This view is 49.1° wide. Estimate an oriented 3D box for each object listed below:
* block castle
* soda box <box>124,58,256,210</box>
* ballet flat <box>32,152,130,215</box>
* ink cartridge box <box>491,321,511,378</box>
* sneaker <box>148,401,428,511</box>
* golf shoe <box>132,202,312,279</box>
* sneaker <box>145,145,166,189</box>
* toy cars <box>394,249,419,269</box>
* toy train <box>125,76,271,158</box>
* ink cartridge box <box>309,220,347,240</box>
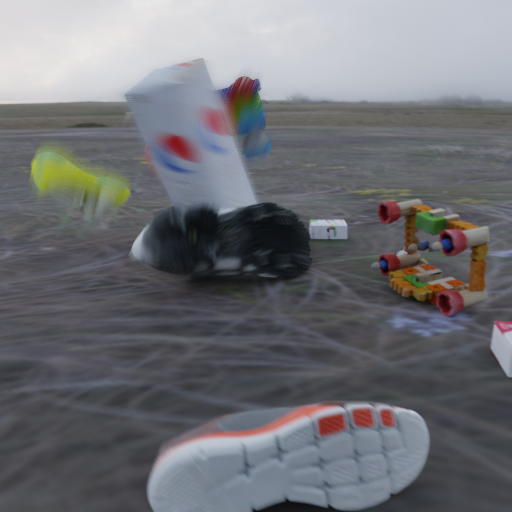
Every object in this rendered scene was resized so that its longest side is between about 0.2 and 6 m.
[{"bbox_3d":[2.400,-0.023,8.048,0.876,1.248,1.868,-12,23,-16],"label":"block castle"},{"bbox_3d":[-0.922,-1.506,9.292,1.004,3.153,1.074,-5,34,25],"label":"soda box"},{"bbox_3d":[-3.167,-1.170,10.298,0.745,0.747,2.229,-20,-21,23],"label":"ballet flat"},{"bbox_3d":[3.135,1.023,6.086,0.932,0.399,0.688,0,16,6],"label":"ink cartridge box"},{"bbox_3d":[0.237,1.387,4.242,2.101,0.809,0.860,-3,10,-12],"label":"sneaker"},{"bbox_3d":[-0.485,-0.208,8.845,3.054,1.187,1.443,7,-13,-37],"label":"golf shoe"},{"bbox_3d":[-1.852,-1.784,12.747,0.996,1.052,2.729,-17,55,-18],"label":"sneaker"},{"bbox_3d":[2.545,0.131,9.332,0.447,0.221,0.996,-4,22,-1],"label":"toy cars"},{"bbox_3d":[-1.006,-2.338,10.549,2.507,1.451,1.061,-19,12,-7],"label":"toy train"},{"bbox_3d":[1.485,-0.546,11.564,0.737,0.310,0.534,0,16,1],"label":"ink cartridge box"}]
